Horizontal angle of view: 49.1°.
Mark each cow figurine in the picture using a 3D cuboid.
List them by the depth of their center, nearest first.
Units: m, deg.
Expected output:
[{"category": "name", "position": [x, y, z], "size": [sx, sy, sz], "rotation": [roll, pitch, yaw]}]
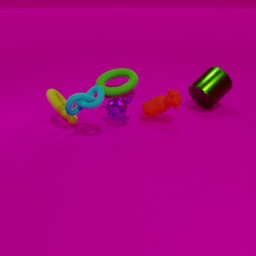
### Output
[{"category": "cow figurine", "position": [1.015, -0.721, 8.597], "size": [1.242, 0.682, 1.222], "rotation": [-24, 4, -1]}]

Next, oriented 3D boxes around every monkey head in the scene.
[{"category": "monkey head", "position": [-0.272, -0.562, 8.538], "size": [1.144, 0.689, 0.823], "rotation": [-16, -26, 30]}]

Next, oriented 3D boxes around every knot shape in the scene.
[{"category": "knot shape", "position": [-1.196, -0.686, 7.357], "size": [1.042, 0.515, 1.114], "rotation": [-29, 13, -34]}]

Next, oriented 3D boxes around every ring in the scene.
[{"category": "ring", "position": [-1.987, -0.639, 8.500], "size": [0.256, 1.281, 1.281], "rotation": [-37, 29, 3]}, {"category": "ring", "position": [-0.458, -1.851, 11.323], "size": [1.741, 0.348, 1.741], "rotation": [-7, 41, 7]}]

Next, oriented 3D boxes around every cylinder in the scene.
[{"category": "cylinder", "position": [2.829, -1.372, 9.650], "size": [1.069, 1.069, 1.069], "rotation": [-42, 39, -11]}]
